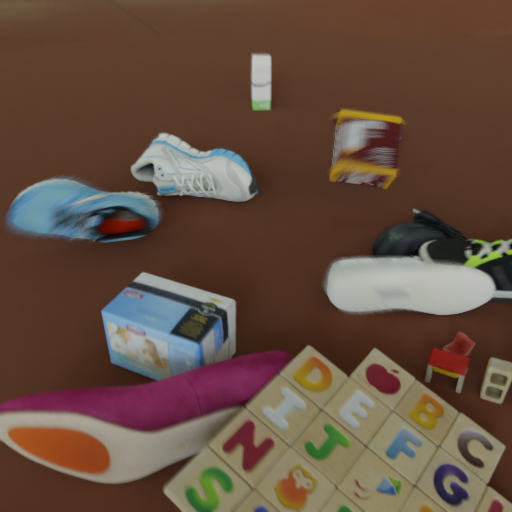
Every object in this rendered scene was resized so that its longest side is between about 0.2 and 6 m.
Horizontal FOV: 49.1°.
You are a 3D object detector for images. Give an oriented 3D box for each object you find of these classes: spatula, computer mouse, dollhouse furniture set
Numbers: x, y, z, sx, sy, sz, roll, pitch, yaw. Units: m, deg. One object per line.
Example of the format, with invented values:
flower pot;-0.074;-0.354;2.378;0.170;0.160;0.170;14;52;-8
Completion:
spatula;2.469;-2.907;12.849;1.725;0.177;0.487;26;46;36
computer mouse;2.529;-0.340;8.933;1.594;0.420;1.104;-22;42;-28
dollhouse furniture set;2.887;1.213;6.490;1.607;0.654;0.865;16;38;21

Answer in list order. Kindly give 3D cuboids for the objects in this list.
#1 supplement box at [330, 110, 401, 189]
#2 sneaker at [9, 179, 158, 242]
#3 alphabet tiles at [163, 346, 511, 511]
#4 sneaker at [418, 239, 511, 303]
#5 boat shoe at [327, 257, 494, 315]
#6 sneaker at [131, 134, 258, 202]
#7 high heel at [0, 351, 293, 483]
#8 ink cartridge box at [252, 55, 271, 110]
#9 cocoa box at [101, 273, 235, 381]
supplement box;1.896;-1.844;9.779;1.051;0.707;1.065;8;80;2
sneaker;-2.604;-0.655;8.606;2.227;0.873;1.002;0;17;-14
alphabet tiles;0.911;2.208;4.883;2.692;0.102;3.235;37;47;19
sneaker;3.802;0.001;7.736;2.948;1.221;1.057;13;37;18
boat shoe;2.073;0.338;7.707;2.174;0.783;0.745;-6;38;10
sneaker;-1.187;-1.380;10.167;2.652;0.994;1.149;19;49;33
high heel;-1.013;1.505;5.836;3.044;1.026;1.463;10;36;-5
ink cartridge box;0.130;-4.374;14.122;0.482;1.147;0.834;0;35;0
cocoa box;-1.017;0.917;6.703;1.331;0.887;0.873;15;37;20
